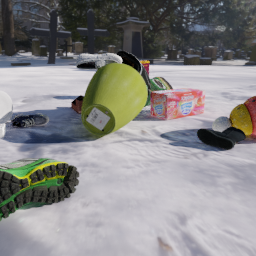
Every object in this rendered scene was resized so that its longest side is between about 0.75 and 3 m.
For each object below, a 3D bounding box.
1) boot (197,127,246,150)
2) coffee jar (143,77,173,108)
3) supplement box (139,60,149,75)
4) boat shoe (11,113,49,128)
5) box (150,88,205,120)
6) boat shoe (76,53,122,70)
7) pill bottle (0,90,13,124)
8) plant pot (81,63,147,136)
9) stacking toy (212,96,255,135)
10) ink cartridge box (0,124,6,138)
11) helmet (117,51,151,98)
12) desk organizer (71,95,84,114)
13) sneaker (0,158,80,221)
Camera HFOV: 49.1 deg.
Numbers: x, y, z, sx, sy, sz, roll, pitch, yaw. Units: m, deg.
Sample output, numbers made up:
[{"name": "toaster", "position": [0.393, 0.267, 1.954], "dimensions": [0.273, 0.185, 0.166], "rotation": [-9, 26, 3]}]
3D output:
[{"name": "boot", "position": [3.090, 0.242, 9.263], "dimensions": [1.299, 0.496, 1.091], "rotation": [21, 29, 36]}, {"name": "coffee jar", "position": [1.208, -1.965, 15.166], "dimensions": [2.836, 1.210, 1.479], "rotation": [-17, 61, -46]}, {"name": "supplement box", "position": [0.581, -3.053, 17.460], "dimensions": [0.967, 2.259, 1.246], "rotation": [-11, 20, -34]}, {"name": "boat shoe", "position": [-3.902, -0.232, 11.099], "dimensions": [1.430, 0.534, 0.663], "rotation": [-1, 27, 10]}, {"name": "box", "position": [2.314, -1.173, 13.010], "dimensions": [2.391, 1.132, 1.227], "rotation": [-11, 19, -33]}, {"name": "boat shoe", "position": [-1.215, -2.655, 11.470], "dimensions": [1.907, 0.687, 0.653], "rotation": [7, 56, 2]}, {"name": "pill bottle", "position": [-6.221, -0.919, 11.599], "dimensions": [2.631, 1.464, 1.464], "rotation": [7, 18, 25]}, {"name": "plant pot", "position": [-0.710, -0.857, 10.427], "dimensions": [2.447, 2.447, 2.615], "rotation": [4, 29, 13]}, {"name": "stacking toy", "position": [4.334, -0.350, 9.999], "dimensions": [2.611, 1.908, 1.908], "rotation": [-16, 15, 5]}, {"name": "ink cartridge box", "position": [-4.743, 0.105, 10.068], "dimensions": [0.580, 0.337, 0.796], "rotation": [-5, 15, -16]}, {"name": "helmet", "position": [-0.205, -1.976, 12.858], "dimensions": [2.553, 2.553, 2.434], "rotation": [3, -27, 10]}, {"name": "desk organizer", "position": [-2.402, -1.208, 14.019], "dimensions": [0.600, 0.644, 1.673], "rotation": [-7, 18, -23]}, {"name": "sneaker", "position": [-2.393, 1.172, 5.582], "dimensions": [2.668, 1.041, 1.137], "rotation": [-1, 6, -38]}]
